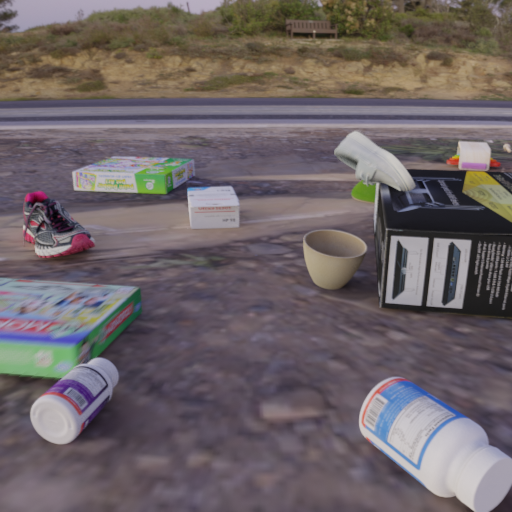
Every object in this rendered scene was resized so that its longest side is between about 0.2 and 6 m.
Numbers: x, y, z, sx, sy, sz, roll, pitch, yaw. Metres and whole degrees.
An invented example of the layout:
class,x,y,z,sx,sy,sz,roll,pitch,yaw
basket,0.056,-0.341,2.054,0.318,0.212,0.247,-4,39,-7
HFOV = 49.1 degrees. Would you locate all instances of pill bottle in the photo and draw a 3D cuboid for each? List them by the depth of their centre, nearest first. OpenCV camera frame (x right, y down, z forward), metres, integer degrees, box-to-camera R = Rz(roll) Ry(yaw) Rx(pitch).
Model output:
class,x,y,z,sx,sy,sz,roll,pitch,yaw
pill bottle,1.234,1.299,3.890,0.554,0.554,0.987,-11,23,-29
pill bottle,-1.435,1.140,4.555,0.415,0.415,0.744,5,19,15

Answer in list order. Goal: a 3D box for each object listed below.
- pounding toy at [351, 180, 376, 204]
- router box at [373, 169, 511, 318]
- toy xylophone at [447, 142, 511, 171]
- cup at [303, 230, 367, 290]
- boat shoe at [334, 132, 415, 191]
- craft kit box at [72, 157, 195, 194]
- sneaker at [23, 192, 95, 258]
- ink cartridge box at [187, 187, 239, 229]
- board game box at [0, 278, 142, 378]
class,x,y,z,sx,sy,sz,roll,pitch,yaw
pounding toy,2.865,-1.582,11.872,1.663,0.772,1.284,11,22,29
router box,3.305,-0.376,7.939,3.142,1.044,3.996,4,19,10
toy xylophone,6.375,-2.871,15.939,1.598,0.548,2.183,9,21,24
cup,0.977,0.085,7.254,0.812,0.581,0.812,5,28,-3
boat shoe,1.684,-1.274,8.163,0.537,0.526,1.507,-41,46,1
craft kit box,-2.857,-1.967,13.458,2.237,0.543,2.209,3,22,10
sneaker,-3.194,-0.474,8.725,0.800,0.741,1.985,-16,25,-39
ink cartridge box,-0.784,-0.851,10.158,0.879,0.506,1.518,-2,19,-7
board game box,-2.662,0.671,5.898,2.451,0.357,1.649,3,16,9
